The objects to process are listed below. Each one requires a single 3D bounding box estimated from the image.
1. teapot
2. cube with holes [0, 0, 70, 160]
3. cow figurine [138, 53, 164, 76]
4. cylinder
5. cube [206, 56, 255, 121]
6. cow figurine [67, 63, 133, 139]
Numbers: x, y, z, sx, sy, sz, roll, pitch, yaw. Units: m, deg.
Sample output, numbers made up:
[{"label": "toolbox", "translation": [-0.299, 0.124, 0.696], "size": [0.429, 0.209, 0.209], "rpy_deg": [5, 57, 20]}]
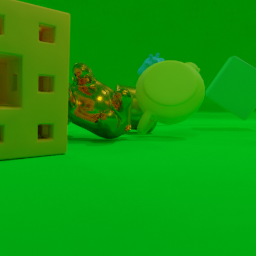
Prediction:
[{"label": "teapot", "translation": [0.723, -0.566, 4.654], "size": [1.095, 1.761, 0.862], "rpy_deg": [35, -17, 21]}, {"label": "cube with holes", "translation": [-1.523, -0.469, 2.821], "size": [1.353, 1.353, 1.353], "rpy_deg": [-2, 8, -39]}, {"label": "cow figurine", "translation": [1.029, -1.374, 8.652], "size": [1.649, 1.622, 0.905], "rpy_deg": [30, 36, 33]}, {"label": "cylinder", "translation": [0.119, -0.390, 5.584], "size": [0.850, 0.850, 0.850], "rpy_deg": [8, 2, -10]}, {"label": "cube", "translation": [2.725, -1.013, 6.993], "size": [1.113, 1.113, 1.113], "rpy_deg": [34, 18, 6]}, {"label": "cow figurine", "translation": [-0.646, -0.290, 4.412], "size": [1.600, 0.878, 1.575], "rpy_deg": [30, -20, 10]}]
